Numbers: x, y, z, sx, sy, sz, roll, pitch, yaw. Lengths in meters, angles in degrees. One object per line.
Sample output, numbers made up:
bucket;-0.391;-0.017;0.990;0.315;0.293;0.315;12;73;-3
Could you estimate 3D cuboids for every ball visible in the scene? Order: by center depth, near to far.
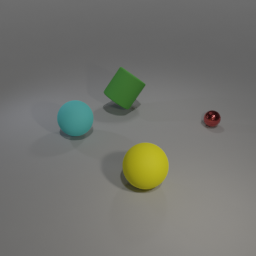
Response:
ball;0.530;1.144;8.508;1.400;1.400;1.400;0;31;0
ball;-2.057;-0.382;10.973;1.400;1.400;1.400;0;31;0
ball;3.543;-0.396;11.795;0.700;0.700;0.700;0;31;0

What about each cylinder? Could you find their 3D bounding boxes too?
cylinder;-0.155;-1.787;12.625;1.400;1.400;1.400;34;10;-7
